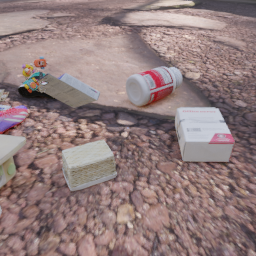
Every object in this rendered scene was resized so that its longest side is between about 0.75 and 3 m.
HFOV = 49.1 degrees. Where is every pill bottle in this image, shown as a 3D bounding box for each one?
[{"bbox_3d":[1.320,-2.107,13.534,2.645,1.485,1.485,-22,40,-31],"label":"pill bottle"}]

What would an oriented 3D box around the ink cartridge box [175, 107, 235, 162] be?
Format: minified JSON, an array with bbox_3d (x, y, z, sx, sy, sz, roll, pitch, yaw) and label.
[{"bbox_3d":[2.761,0.182,10.531,1.704,0.992,2.340,1,35,1],"label":"ink cartridge box"}]

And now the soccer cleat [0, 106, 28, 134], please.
[{"bbox_3d":[-5.023,-0.416,11.474,0.823,0.943,2.467,13,36,19],"label":"soccer cleat"}]

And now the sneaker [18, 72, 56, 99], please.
[{"bbox_3d":[-4.168,-2.182,14.179,2.371,0.991,1.431,3,43,7],"label":"sneaker"}]

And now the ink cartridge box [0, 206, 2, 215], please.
[{"bbox_3d":[-4.028,2.438,7.697,0.869,0.360,0.636,-3,34,-5],"label":"ink cartridge box"}]

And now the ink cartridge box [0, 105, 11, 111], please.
[{"bbox_3d":[-5.849,-0.902,12.922,0.813,0.159,0.404,8,35,9],"label":"ink cartridge box"}]

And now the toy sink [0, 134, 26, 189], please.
[{"bbox_3d":[-4.517,1.172,8.479,2.635,1.476,1.718,4,26,13],"label":"toy sink"}]

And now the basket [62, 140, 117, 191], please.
[{"bbox_3d":[-1.272,1.152,9.071,1.602,0.988,1.086,-14,37,-22],"label":"basket"}]

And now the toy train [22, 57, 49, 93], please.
[{"bbox_3d":[-2.892,-1.677,8.900,0.871,1.159,0.322,-9,19,-36],"label":"toy train"}]

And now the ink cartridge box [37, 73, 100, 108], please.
[{"bbox_3d":[-2.227,-1.380,9.831,1.859,1.893,0.410,-7,59,53],"label":"ink cartridge box"}]

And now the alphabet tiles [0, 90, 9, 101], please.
[{"bbox_3d":[-6.990,-1.523,13.936,1.889,0.071,1.579,-4,34,-5],"label":"alphabet tiles"}]
